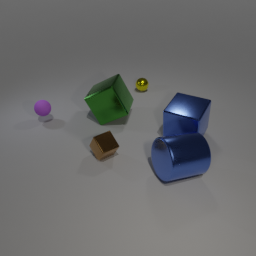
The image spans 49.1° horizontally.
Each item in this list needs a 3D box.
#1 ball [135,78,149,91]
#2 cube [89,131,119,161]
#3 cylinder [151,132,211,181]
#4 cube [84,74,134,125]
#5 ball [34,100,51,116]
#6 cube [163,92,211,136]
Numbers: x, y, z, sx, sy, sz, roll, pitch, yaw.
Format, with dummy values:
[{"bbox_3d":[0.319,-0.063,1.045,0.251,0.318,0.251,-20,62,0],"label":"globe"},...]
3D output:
[{"bbox_3d":[0.739,-2.282,14.685,0.700,0.700,0.700,0,32,0],"label":"ball"},{"bbox_3d":[-0.844,0.635,9.904,0.700,0.700,0.700,-22,71,-31],"label":"cube"},{"bbox_3d":[1.661,0.890,8.947,1.400,1.400,1.400,-7,33,-21],"label":"cylinder"},{"bbox_3d":[-0.769,-1.219,11.959,1.400,1.400,1.400,-20,26,23],"label":"cube"},{"bbox_3d":[-3.607,-0.843,11.844,0.700,0.700,0.700,0,32,0],"label":"ball"},{"bbox_3d":[2.259,-0.318,10.805,1.400,1.400,1.400,17,45,25],"label":"cube"}]
